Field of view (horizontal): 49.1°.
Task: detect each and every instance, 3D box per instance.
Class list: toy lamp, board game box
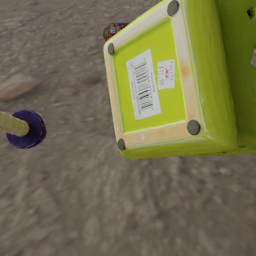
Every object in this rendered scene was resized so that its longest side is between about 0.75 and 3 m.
[{"bbox_3d":[-1.656,-0.080,3.834,0.663,2.276,0.663,0,81,0],"label":"toy lamp"},{"bbox_3d":[-0.041,-2.142,6.640,1.108,0.875,0.216,-2,74,-4],"label":"board game box"}]

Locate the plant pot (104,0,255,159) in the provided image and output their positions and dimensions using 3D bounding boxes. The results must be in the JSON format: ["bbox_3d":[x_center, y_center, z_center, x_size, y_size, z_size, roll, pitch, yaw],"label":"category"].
[{"bbox_3d":[0.945,-0.627,4.072,2.026,2.233,2.222,-6,-4,-38],"label":"plant pot"}]
